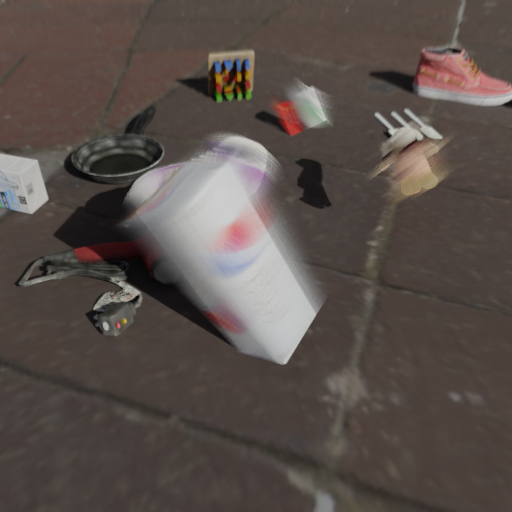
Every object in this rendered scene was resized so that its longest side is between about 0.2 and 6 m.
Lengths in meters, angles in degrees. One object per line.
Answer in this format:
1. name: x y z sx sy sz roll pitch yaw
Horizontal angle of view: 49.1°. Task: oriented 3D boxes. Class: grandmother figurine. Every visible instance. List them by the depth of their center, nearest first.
1. grandmother figurine: 2.412 -1.555 8.914 0.916 0.457 1.510 -9 40 13

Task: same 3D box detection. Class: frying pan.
1. frying pan: -2.867 -2.297 11.668 1.797 0.484 2.971 -7 37 -10

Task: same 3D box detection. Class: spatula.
1. spatula: 3.393 -2.999 12.822 1.094 0.126 1.574 -10 40 -11

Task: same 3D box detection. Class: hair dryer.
1. hair dryer: -2.004 -0.143 8.660 2.161 0.771 2.838 27 44 24

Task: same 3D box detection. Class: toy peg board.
1. toy peg board: -0.578 -4.356 13.808 1.135 1.130 0.555 -9 55 -11

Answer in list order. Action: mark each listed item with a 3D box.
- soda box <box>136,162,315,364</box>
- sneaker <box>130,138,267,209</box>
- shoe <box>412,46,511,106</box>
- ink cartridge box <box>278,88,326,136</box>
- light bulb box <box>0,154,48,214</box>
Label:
1. soda box: -0.265 0.142 6.780 0.823 2.584 0.880 7 50 43
2. sneaker: -0.830 -1.267 8.196 2.057 1.173 0.745 -16 74 -18
3. shoe: 5.191 -4.480 13.868 2.453 1.116 0.876 11 40 13
4. ink cartridge box: 0.961 -3.096 12.126 0.919 0.740 0.230 -20 10 30
5. light bulb box: -4.352 -1.304 10.108 0.860 0.852 0.537 11 39 15
